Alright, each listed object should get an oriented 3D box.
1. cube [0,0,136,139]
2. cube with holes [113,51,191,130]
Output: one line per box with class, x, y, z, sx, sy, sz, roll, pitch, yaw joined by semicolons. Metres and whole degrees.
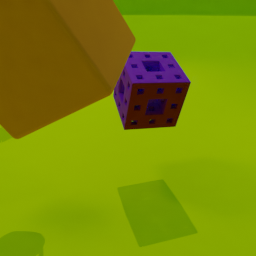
cube;-0.768;-0.805;2.512;1.140;1.140;1.140;-22;29;27
cube with holes;0.336;-0.641;4.715;0.925;0.925;0.925;-4;44;-15
